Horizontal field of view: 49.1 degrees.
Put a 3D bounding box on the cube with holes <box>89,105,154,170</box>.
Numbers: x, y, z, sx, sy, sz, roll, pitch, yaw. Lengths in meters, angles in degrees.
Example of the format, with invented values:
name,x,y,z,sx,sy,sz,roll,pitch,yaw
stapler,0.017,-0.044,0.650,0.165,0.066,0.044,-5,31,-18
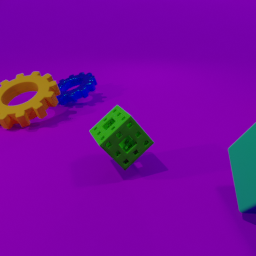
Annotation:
name,x,y,z,sx,sy,sz,roll,pitch,yaw
cube with holes,-0.131,0.165,5.246,0.743,0.743,0.743,-43,28,-2

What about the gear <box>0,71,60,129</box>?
name,x,y,z,sx,sy,sz,roll,pitch,yaw
gear,-2.813,-0.795,7.475,1.926,0.356,1.926,-6,45,6

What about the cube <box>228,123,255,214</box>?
name,x,y,z,sx,sy,sz,roll,pitch,yaw
cube,2.330,0.601,4.142,1.114,1.114,1.114,6,59,-8

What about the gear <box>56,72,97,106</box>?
name,x,y,z,sx,sy,sz,roll,pitch,yaw
gear,-1.712,-1.247,8.734,1.496,0.277,1.496,-13,35,10
